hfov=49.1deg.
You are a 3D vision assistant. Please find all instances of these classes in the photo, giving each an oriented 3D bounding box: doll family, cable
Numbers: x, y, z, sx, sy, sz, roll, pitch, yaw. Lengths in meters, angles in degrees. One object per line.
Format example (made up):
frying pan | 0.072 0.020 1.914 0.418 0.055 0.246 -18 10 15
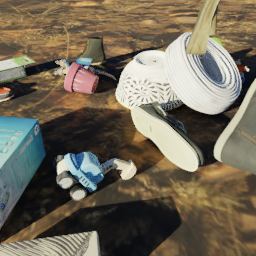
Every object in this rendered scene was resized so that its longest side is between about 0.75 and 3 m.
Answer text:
doll family | 3.458 -1.946 10.853 2.237 1.008 1.388 0 48 15
cable | 2.513 -1.821 9.273 2.863 0.991 2.864 29 51 -21

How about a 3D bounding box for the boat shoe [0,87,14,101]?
boat shoe | -5.166 -1.395 10.169 1.993 0.623 0.709 6 32 7

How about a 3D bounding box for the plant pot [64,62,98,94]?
plant pot | -1.686 -1.766 10.424 0.990 1.106 1.106 21 36 4

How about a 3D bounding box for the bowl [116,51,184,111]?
bowl | 0.879 -1.900 9.980 2.820 1.323 2.820 -4 39 3

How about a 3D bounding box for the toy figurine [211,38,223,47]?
toy figurine | 3.573 -2.738 11.889 1.814 1.362 1.670 -24 45 3

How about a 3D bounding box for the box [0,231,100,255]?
box | -1.462 2.327 4.521 2.057 0.703 0.845 -6 34 -8

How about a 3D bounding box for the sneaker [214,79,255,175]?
sneaker | 2.247 -0.102 4.234 1.012 0.712 1.904 30 87 40

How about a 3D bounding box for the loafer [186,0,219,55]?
loafer | 1.854 -2.433 6.567 0.523 1.552 0.590 20 26 -1

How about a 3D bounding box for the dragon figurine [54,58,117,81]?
dragon figurine | -1.815 -2.417 11.554 2.622 0.772 1.304 -3 34 -3

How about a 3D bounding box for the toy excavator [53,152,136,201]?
toy excavator | -0.707 0.962 6.403 1.515 1.473 0.757 -33 38 1

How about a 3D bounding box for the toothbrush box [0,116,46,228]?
toothbrush box | -3.380 0.948 6.111 2.082 1.213 2.843 4 34 7

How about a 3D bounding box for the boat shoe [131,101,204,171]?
boat shoe | 1.143 0.053 7.606 0.982 1.043 2.904 -19 36 -19

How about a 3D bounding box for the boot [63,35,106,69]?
boot | -1.975 -3.347 12.409 1.980 1.369 0.767 -14 36 -19

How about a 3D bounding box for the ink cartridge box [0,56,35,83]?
ink cartridge box | -4.949 -2.455 11.793 1.900 0.563 0.986 -26 42 -33
